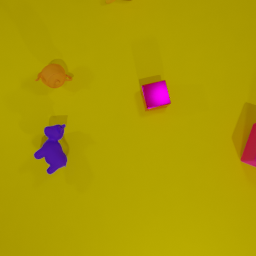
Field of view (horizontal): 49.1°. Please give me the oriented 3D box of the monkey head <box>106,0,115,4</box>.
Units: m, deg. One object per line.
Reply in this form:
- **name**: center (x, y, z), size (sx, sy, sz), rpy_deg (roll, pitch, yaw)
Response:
- **monkey head**: center (0.125, -4.348, 8.413), size (1.761, 1.267, 1.061), rpy_deg (-13, 90, 22)

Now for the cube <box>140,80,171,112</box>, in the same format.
- **cube**: center (0.817, -0.947, 8.428), size (0.723, 0.723, 0.723), rpy_deg (-13, 86, -1)

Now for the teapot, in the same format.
- **teapot**: center (-2.167, -1.463, 8.103), size (1.189, 0.739, 0.582), rpy_deg (-5, 46, -38)

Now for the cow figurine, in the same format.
- **cow figurine**: center (-2.082, 0.553, 8.060), size (1.228, 0.685, 1.248), rpy_deg (-39, 92, -11)

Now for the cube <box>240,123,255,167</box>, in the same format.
- **cube**: center (4.186, 0.581, 7.943), size (1.269, 1.269, 1.269), rpy_deg (21, 85, 7)
